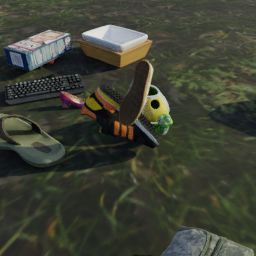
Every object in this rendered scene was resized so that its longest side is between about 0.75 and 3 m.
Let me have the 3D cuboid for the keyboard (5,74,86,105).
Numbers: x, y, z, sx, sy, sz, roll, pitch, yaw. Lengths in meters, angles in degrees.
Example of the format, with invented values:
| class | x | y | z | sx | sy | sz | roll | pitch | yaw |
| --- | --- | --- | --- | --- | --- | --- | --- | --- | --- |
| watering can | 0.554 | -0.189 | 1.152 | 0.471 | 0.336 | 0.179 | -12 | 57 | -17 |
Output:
| class | x | y | z | sx | sy | sz | roll | pitch | yaw |
| --- | --- | --- | --- | --- | --- | --- | --- | --- | --- |
| keyboard | -2.964 | -1.520 | 9.979 | 2.661 | 0.341 | 1.598 | -11 | 38 | -17 |

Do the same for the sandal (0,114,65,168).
| class | x | y | z | sx | sy | sz | roll | pitch | yaw |
| --- | --- | --- | --- | --- | --- | --- | --- | --- | --- |
| sandal | -2.841 | 0.088 | 7.347 | 2.926 | 0.835 | 1.162 | 19 | 40 | 24 |

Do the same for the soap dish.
| class | x | y | z | sx | sy | sz | roll | pitch | yaw |
| --- | --- | --- | --- | --- | --- | --- | --- | --- | --- |
| soap dish | -0.572 | -3.578 | 12.161 | 2.568 | 1.043 | 2.020 | 28 | 45 | 32 |

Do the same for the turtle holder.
| class | x | y | z | sx | sy | sz | roll | pitch | yaw |
| --- | --- | --- | --- | --- | --- | --- | --- | --- | --- |
| turtle holder | 0.559 | -0.459 | 7.829 | 1.232 | 1.151 | 1.621 | 2 | 36 | 2 |

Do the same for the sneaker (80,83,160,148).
| class | x | y | z | sx | sy | sz | roll | pitch | yaw |
| --- | --- | --- | --- | --- | --- | --- | --- | --- | --- |
| sneaker | -0.176 | -0.090 | 6.850 | 0.977 | 2.171 | 0.759 | -40 | 29 | 18 |

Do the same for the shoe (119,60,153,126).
| class | x | y | z | sx | sy | sz | roll | pitch | yaw |
| --- | --- | --- | --- | --- | --- | --- | --- | --- | --- |
| shoe | 0.215 | -0.709 | 5.987 | 0.504 | 1.441 | 0.385 | 22 | 6 | 21 |

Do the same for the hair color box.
| class | x | y | z | sx | sy | sz | roll | pitch | yaw |
| --- | --- | --- | --- | --- | --- | --- | --- | --- | --- |
| hair color box | -3.600 | -3.251 | 11.485 | 1.250 | 0.757 | 2.500 | 19 | 40 | 24 |

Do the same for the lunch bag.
| class | x | y | z | sx | sy | sz | roll | pitch | yaw |
| --- | --- | --- | --- | --- | --- | --- | --- | --- | --- |
| lunch bag | 0.985 | 2.331 | 4.162 | 1.313 | 1.091 | 1.565 | 13 | 38 | 35 |

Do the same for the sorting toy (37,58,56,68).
| class | x | y | z | sx | sy | sz | roll | pitch | yaw |
| --- | --- | --- | --- | --- | --- | --- | --- | --- | --- |
| sorting toy | -3.798 | -2.748 | 11.674 | 1.655 | 0.280 | 0.798 | -4 | 36 | -4 |

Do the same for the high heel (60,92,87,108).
| class | x | y | z | sx | sy | sz | roll | pitch | yaw |
| --- | --- | --- | --- | --- | --- | --- | --- | --- | --- |
| high heel | -1.612 | -0.947 | 9.014 | 1.107 | 0.531 | 0.373 | 0 | 36 | 0 |
